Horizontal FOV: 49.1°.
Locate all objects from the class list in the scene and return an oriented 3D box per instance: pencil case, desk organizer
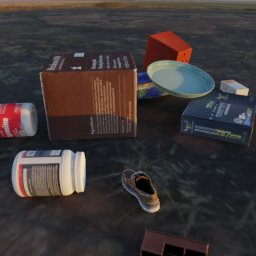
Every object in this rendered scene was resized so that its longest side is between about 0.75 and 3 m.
[{"bbox_3d":[0.700,-1.750,11.197,2.773,1.204,1.082,-11,52,-18],"label":"pencil case"},{"bbox_3d":[0.785,2.153,4.814,1.112,0.399,0.428,8,32,15],"label":"desk organizer"}]

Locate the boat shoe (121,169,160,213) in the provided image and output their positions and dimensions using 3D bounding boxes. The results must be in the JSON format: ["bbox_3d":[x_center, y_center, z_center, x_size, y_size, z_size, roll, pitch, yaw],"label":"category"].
[{"bbox_3d":[0.288,1.262,6.332,0.504,0.505,1.396,-16,32,-26],"label":"boat shoe"}]

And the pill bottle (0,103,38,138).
[{"bbox_3d":[-3.789,-0.220,8.530,1.828,1.026,1.026,-3,29,-4],"label":"pill bottle"}]

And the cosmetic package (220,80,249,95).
[{"bbox_3d":[4.454,-1.640,11.803,0.583,0.410,1.150,-8,30,-14],"label":"cosmetic package"}]

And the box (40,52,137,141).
[{"bbox_3d":[-1.126,-1.082,8.907,2.657,2.182,2.204,-2,29,-5],"label":"box"}]

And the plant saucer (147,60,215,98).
[{"bbox_3d":[1.851,-1.735,10.045,2.438,0.334,2.438,7,39,-5],"label":"plant saucer"}]

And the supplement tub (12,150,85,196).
[{"bbox_3d":[-1.724,0.999,6.274,1.442,1.012,1.012,-1,28,-2],"label":"supplement tub"}]

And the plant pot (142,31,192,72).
[{"bbox_3d":[2.063,-3.586,14.096,1.663,1.886,1.887,32,41,29],"label":"plant pot"}]

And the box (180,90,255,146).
[{"bbox_3d":[3.099,-0.487,9.375,2.094,0.678,2.656,12,30,23],"label":"box"}]
